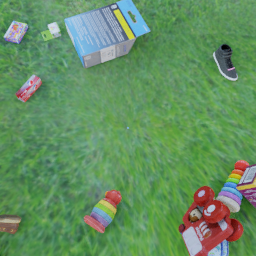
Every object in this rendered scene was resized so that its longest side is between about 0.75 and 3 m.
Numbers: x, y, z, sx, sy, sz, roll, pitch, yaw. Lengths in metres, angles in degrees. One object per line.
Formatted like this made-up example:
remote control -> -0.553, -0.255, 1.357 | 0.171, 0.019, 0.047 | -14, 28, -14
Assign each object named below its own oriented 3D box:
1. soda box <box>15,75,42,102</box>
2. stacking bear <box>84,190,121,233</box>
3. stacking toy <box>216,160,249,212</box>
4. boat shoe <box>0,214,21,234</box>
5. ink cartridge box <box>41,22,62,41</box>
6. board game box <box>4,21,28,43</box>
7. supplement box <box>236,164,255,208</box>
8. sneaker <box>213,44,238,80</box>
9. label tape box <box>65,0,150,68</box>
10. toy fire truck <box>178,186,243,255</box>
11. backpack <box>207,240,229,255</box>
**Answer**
soda box -> -3.720, -1.488, 10.532 | 0.332, 0.366, 1.047 | 29, 69, 12
stacking bear -> -0.683, 2.473, 8.631 | 0.729, 0.778, 1.282 | 32, 63, 9
stacking toy -> 3.459, 1.769, 8.941 | 0.735, 0.735, 1.722 | 29, 65, 12
boat shoe -> -4.007, 2.827, 8.164 | 1.656, 0.596, 0.559 | 15, 81, -33
ink cartridge box -> -3.232, -4.024, 11.702 | 0.759, 0.288, 0.561 | -23, 68, -11
board game box -> -4.686, -4.021, 11.744 | 0.622, 0.207, 0.924 | 14, 67, 6
supplement box -> 4.181, 1.906, 8.475 | 1.476, 0.761, 0.966 | 46, 58, -3
sneaker -> 3.837, -2.578, 10.809 | 0.534, 0.749, 1.510 | -19, 69, -10
label tape box -> -0.823, -3.832, 11.275 | 2.837, 0.898, 2.046 | -22, 68, -9
toy fire truck -> 2.096, 2.620, 7.781 | 1.546, 1.841, 1.032 | -41, 106, 6
backpack -> 2.426, 3.298, 8.020 | 0.781, 1.063, 0.973 | 3, 66, 1
